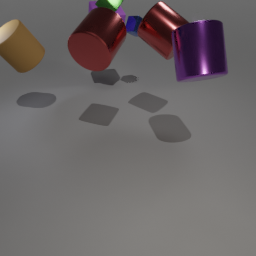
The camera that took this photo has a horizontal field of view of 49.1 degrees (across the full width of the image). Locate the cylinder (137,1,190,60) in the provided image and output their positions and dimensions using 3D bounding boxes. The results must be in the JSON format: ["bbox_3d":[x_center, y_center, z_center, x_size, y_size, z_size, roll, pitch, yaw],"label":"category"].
[{"bbox_3d":[1.277,-3.310,9.599,1.400,1.400,1.400,42,44,8],"label":"cylinder"}]

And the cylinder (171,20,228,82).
[{"bbox_3d":[1.970,-2.066,7.754,1.400,1.400,1.400,-7,3,0],"label":"cylinder"}]

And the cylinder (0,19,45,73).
[{"bbox_3d":[-4.099,-3.034,10.475,1.400,1.400,1.400,-16,51,21],"label":"cylinder"}]

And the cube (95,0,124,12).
[{"bbox_3d":[-0.726,-4.982,11.053,0.700,0.700,0.700,-6,51,53],"label":"cube"}]

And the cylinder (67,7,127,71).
[{"bbox_3d":[-0.918,-2.709,8.588,1.400,1.400,1.400,12,53,18],"label":"cylinder"}]

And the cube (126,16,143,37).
[{"bbox_3d":[0.385,-4.517,12.463,0.700,0.700,0.700,10,9,-42],"label":"cube"}]

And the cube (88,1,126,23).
[{"bbox_3d":[-1.016,-4.822,12.817,1.400,1.400,1.400,-5,45,-16],"label":"cube"}]
